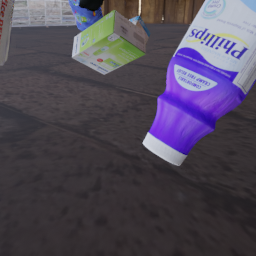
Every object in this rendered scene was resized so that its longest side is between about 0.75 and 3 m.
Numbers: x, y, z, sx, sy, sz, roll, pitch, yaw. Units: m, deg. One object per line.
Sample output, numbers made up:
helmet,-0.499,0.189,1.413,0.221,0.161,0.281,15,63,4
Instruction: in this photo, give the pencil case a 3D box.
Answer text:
pencil case,-1.521,-4.525,9.542,1.151,2.650,1.034,31,70,20

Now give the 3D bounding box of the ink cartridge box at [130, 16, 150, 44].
ink cartridge box,0.099,-2.772,8.775,0.748,0.729,1.163,-8,48,35

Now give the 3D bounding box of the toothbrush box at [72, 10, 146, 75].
toothbrush box,-0.489,-2.112,7.172,1.576,0.679,1.148,-14,-25,41

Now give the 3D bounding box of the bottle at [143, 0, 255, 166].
bottle,0.875,-0.598,2.957,0.865,2.072,0.676,36,9,33

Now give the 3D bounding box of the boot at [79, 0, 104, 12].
boot,-0.907,-4.106,8.065,0.724,1.602,1.955,45,38,-8

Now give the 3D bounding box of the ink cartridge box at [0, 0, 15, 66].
ink cartridge box,-3.615,-2.552,5.294,1.188,2.102,2.869,6,-1,14
